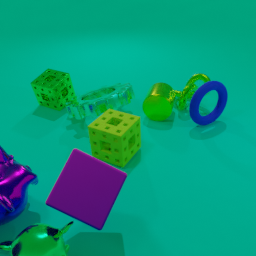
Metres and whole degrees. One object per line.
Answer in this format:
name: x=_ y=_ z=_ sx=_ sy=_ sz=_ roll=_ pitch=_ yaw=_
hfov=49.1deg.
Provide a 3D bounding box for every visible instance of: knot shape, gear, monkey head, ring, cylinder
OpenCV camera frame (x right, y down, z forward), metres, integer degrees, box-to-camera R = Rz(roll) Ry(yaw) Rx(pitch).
knot shape: x=2.004 y=-1.182 z=8.769 sx=1.269 sy=0.627 sz=1.356 roll=-34 pitch=12 yaw=16
gear: x=-0.819 y=-0.831 z=8.243 sx=2.017 sy=0.373 sz=2.017 roll=-14 pitch=20 yaw=5
monkey head: x=-2.416 y=0.994 z=4.984 sx=1.988 sy=1.430 sz=1.198 roll=-17 pitch=24 yaw=42
ring: x=2.250 y=-0.682 z=7.800 sx=1.308 sy=1.308 sz=0.262 roll=-17 pitch=33 yaw=-23
monkey head: x=-1.304 y=1.838 z=4.366 sx=1.313 sy=0.791 sz=0.945 roll=-20 pitch=-3 yaw=12
cylinder: x=0.935 y=-0.790 z=8.341 sx=0.872 sy=0.872 sz=0.872 roll=8 pitch=35 yaw=12

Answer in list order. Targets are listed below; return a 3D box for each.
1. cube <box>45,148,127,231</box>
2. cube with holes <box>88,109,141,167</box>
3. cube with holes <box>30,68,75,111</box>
cube: x=-0.642 y=0.950 z=4.464 sx=0.898 sy=0.898 sz=0.898 roll=27 pitch=78 yaw=-2
cube with holes: x=-0.295 y=0.220 z=6.782 sx=0.901 sy=0.901 sz=0.901 roll=16 pitch=38 yaw=26
cube with holes: x=-2.341 y=-1.218 z=8.847 sx=0.862 sy=0.862 sz=0.862 roll=17 pitch=49 yaw=23
